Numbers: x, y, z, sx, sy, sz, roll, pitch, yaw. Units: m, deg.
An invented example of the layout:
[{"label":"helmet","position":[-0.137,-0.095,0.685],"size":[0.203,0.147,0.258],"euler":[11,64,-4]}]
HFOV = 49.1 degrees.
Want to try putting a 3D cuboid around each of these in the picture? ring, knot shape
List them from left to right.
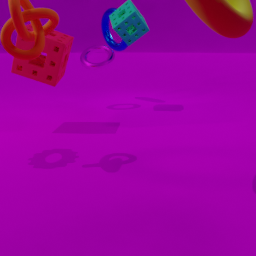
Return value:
[{"label":"knot shape","position":[-1.685,-1.770,4.661],"size":[0.499,1.010,1.079],"euler":[25,62,27]},{"label":"ring","position":[-1.115,-2.586,10.244],"size":[1.283,0.257,1.283],"euler":[-2,54,3]},{"label":"ring","position":[-0.496,-3.924,11.238],"size":[0.339,1.695,1.695],"euler":[-28,30,-32]},{"label":"ring","position":[1.122,-1.991,3.799],"size":[1.724,1.724,0.345],"euler":[-19,-9,-47]}]

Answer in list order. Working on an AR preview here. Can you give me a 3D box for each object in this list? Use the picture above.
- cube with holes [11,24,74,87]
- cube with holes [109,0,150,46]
[{"label":"cube with holes","position":[-2.218,-1.951,7.385],"size":[1.138,1.138,1.138],"euler":[18,25,-8]},{"label":"cube with holes","position":[0.038,-3.597,9.603],"size":[0.896,0.896,0.896],"euler":[-33,46,20]}]
